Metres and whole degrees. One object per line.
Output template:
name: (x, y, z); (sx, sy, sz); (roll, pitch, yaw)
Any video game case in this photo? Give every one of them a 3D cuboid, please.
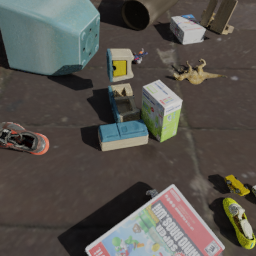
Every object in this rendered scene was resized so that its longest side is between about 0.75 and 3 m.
video game case: (0.636, 2.691, 6.242); (2.606, 0.227, 1.864); (-30, 68, -24)

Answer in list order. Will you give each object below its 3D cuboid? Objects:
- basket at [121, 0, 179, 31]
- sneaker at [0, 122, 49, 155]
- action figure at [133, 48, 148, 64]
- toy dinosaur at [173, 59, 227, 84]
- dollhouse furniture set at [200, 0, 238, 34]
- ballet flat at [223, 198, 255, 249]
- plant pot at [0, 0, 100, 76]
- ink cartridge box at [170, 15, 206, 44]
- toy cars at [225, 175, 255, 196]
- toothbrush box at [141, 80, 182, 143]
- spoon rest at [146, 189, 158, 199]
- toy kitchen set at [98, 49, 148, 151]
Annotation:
basket: (0.921, -6.008, 13.396); (2.415, 1.822, 2.678); (21, 55, 14)
sneaker: (-3.372, 0.226, 8.160); (2.071, 0.848, 0.798); (10, 82, 9)
action figure: (0.507, -2.912, 11.473); (0.782, 0.409, 0.757); (-10, 49, 25)
toy dinosaur: (2.722, -2.094, 10.756); (1.960, 0.570, 0.991); (1, 63, 11)
dollhouse furniture set: (4.170, -5.086, 12.415); (1.658, 1.351, 1.577); (-16, 46, -45)
ballet flat: (2.722, 2.218, 6.793); (0.444, 0.445, 1.328); (-6, 48, -6)
plant pot: (-2.694, -3.677, 10.677); (2.884, 2.832, 2.824); (21, 51, 9)
ink cartridge box: (2.694, -4.495, 12.733); (1.065, 0.624, 1.474); (-13, 50, -12)
toy cars: (3.197, 1.691, 7.371); (1.381, 0.306, 0.619); (19, 36, 11)
toothbrush box: (0.973, -0.498, 8.523); (0.653, 1.516, 1.104); (-25, 53, -21)
spoon rest: (0.765, 2.090, 6.938); (0.673, 0.411, 1.354); (-11, 48, -10)
toy kitchen set: (-0.358, -0.928, 8.599); (1.451, 1.973, 2.463); (-10, 49, -10)
